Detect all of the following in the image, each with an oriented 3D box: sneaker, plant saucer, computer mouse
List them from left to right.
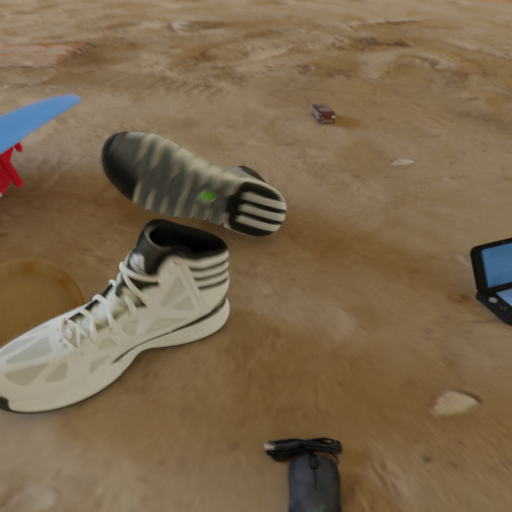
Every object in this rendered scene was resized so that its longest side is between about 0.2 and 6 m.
[{"bbox_3d":[-3.085,0.752,7.630,1.484,0.263,1.484,14,57,-22],"label":"plant saucer"},{"bbox_3d":[-1.784,0.509,6.877,3.336,1.919,1.259,-23,51,-29],"label":"sneaker"},{"bbox_3d":[-1.051,-1.326,10.142,3.270,1.227,1.888,23,16,-3],"label":"sneaker"},{"bbox_3d":[0.551,2.329,5.736,0.870,0.331,1.256,-1,34,-3],"label":"computer mouse"}]

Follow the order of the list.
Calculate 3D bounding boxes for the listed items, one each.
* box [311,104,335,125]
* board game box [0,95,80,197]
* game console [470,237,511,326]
[{"bbox_3d":[1.761,-3.745,14.772,0.404,0.303,0.807,-7,33,-10],"label":"box"},{"bbox_3d":[-5.461,-1.673,10.975,3.752,0.925,4.749,-2,36,32],"label":"board game box"},{"bbox_3d":[3.962,0.327,8.345,1.260,0.734,1.109,-13,36,-17],"label":"game console"}]
